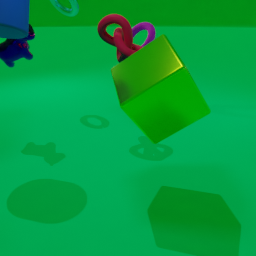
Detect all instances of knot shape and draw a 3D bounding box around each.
[{"bbox_3d":[-0.160,-2.287,7.567,0.681,1.473,1.378,-44,5,-4],"label":"knot shape"}]

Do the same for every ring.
[{"bbox_3d":[-2.193,-4.319,9.406,1.279,1.279,0.256,18,65,37],"label":"ring"},{"bbox_3d":[0.445,-3.498,11.050,1.479,1.479,0.296,23,-3,44],"label":"ring"}]

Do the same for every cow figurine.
[{"bbox_3d":[-2.941,-2.202,7.240,1.236,0.678,1.216,-24,-19,0],"label":"cow figurine"}]

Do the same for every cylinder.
[{"bbox_3d":[-2.571,-2.503,5.482,1.213,1.213,1.213,4,4,0],"label":"cylinder"}]

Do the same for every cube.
[{"bbox_3d":[0.547,-0.666,4.951,1.165,1.165,1.165,-31,42,15],"label":"cube"}]
